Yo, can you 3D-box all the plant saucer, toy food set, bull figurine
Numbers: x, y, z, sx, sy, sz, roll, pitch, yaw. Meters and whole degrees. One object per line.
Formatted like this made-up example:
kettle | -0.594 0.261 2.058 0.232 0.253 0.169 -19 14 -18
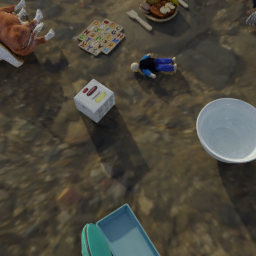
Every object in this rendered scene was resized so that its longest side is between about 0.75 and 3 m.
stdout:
plant saucer | 0.296 3.067 6.333 0.911 0.247 2.605 -30 67 -14
toy food set | 1.105 -4.399 10.067 2.033 0.408 1.404 -38 69 -18
bull figurine | -3.882 -3.442 9.270 2.930 0.954 1.779 41 70 19

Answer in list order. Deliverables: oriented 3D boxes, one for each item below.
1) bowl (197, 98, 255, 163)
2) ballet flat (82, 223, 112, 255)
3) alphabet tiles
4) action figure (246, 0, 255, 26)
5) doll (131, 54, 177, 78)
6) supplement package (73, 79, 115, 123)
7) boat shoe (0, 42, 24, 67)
bowl | 2.674 0.196 7.466 1.851 0.832 1.851 0 62 0
ballet flat | -0.595 3.084 6.080 0.690 0.660 1.959 -45 66 23
alphabet tiles | -0.919 -3.141 9.623 1.304 0.050 1.567 32 67 16
action figure | 4.674 -3.702 9.198 2.669 1.362 1.586 30 27 -26
doll | 0.798 -1.946 8.845 1.417 0.343 0.967 -2 62 -1
supplement package | -0.951 -0.782 8.085 0.807 0.621 0.844 35 69 17
boat shoe | -4.309 -2.443 8.965 2.085 0.738 0.723 34 94 8
